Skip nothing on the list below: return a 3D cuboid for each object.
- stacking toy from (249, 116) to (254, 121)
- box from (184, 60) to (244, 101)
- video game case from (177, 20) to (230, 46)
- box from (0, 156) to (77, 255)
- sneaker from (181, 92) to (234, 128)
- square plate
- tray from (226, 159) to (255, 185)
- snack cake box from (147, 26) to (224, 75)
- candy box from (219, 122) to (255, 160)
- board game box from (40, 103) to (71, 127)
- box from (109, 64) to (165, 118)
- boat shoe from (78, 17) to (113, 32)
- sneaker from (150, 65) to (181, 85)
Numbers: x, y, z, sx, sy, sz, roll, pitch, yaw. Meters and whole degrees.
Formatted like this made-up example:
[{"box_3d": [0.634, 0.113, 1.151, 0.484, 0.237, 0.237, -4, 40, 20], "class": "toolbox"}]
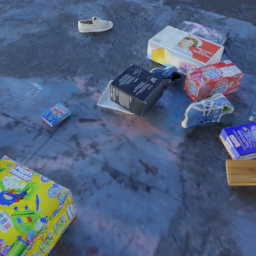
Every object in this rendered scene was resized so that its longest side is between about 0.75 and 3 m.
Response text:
[{"box_3d": [5.044, -0.320, 10.546, 0.576, 0.180, 0.764, -33, 58, -25], "class": "stacking toy"}, {"box_3d": [3.427, -1.891, 11.344, 2.052, 0.979, 1.023, -18, 52, -14], "class": "box"}, {"box_3d": [3.661, -4.660, 14.203, 2.557, 0.243, 1.826, 22, 53, 19], "class": "video game case"}, {"box_3d": [-3.005, 2.347, 7.452, 2.323, 1.417, 2.238, 23, 53, 19], "class": "box"}, {"box_3d": [2.933, -0.591, 10.322, 2.269, 0.859, 0.874, -28, 51, -20], "class": "sneaker"}, {"box_3d": [-0.218, -1.229, 11.285, 1.592, 0.226, 1.577, 15, 52, 12], "class": "square plate"}, {"box_3d": [3.917, 1.376, 8.713, 1.570, 0.291, 0.775, -2, 66, 9], "class": "tray"}, {"box_3d": [2.542, -3.415, 12.645, 2.911, 0.978, 1.674, 31, 54, 23], "class": "snack cake box"}, {"box_3d": [4.092, 0.465, 9.635, 1.407, 0.542, 1.190, -10, 52, -10], "class": "candy box"}, {"box_3d": [-2.750, -0.512, 10.651, 0.697, 0.206, 0.916, 35, 55, 24], "class": "board game box"}, {"box_3d": [0.344, -1.451, 10.715, 1.559, 0.916, 1.534, 30, 56, 21], "class": "box"}, {"box_3d": [-1.698, -5.465, 14.617, 1.801, 0.629, 0.639, -8, 50, -7], "class": "boat shoe"}, {"box_3d": [1.521, -2.161, 11.813, 1.624, 0.638, 0.724, -19, 50, -16], "class": "sneaker"}]
